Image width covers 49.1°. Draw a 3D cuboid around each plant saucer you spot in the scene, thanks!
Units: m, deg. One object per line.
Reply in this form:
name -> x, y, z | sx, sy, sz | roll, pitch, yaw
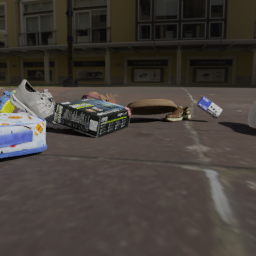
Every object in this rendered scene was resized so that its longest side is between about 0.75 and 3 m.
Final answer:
plant saucer -> 0.769, -0.697, 9.492 | 1.816, 0.267, 1.816 | -2, -6, 0

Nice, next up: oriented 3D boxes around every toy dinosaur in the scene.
toy dinosaur -> -1.197, -1.124, 11.489 | 2.128, 0.913, 1.442 | 12, 3, 7

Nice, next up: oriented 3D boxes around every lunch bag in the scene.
lunch bag -> -2.725, 0.177, 5.244 | 1.735, 0.818, 2.165 | 11, 14, 38

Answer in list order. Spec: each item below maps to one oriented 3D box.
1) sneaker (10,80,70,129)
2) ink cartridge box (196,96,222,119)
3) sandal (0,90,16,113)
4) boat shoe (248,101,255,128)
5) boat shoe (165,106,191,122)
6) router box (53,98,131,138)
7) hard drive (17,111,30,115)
sneaker -> -2.529, -0.690, 8.457 | 2.228, 0.913, 0.833 | 28, 15, 7
ink cartridge box -> 2.750, -0.686, 9.455 | 0.790, 0.371, 0.175 | 36, -9, 1
sandal -> -4.832, -1.043, 11.179 | 0.632, 0.577, 1.452 | 7, 37, -1
boat shoe -> 4.103, -0.271, 7.981 | 0.770, 0.809, 2.247 | 15, 8, 2
boat shoe -> 1.768, -0.540, 10.020 | 0.514, 0.515, 1.392 | 8, 13, 38
router box -> -0.953, -0.361, 8.006 | 1.445, 0.599, 1.929 | 17, 16, 22
hard drive -> -2.750, -0.670, 11.164 | 1.897, 0.365, 2.875 | 2, 10, 10
